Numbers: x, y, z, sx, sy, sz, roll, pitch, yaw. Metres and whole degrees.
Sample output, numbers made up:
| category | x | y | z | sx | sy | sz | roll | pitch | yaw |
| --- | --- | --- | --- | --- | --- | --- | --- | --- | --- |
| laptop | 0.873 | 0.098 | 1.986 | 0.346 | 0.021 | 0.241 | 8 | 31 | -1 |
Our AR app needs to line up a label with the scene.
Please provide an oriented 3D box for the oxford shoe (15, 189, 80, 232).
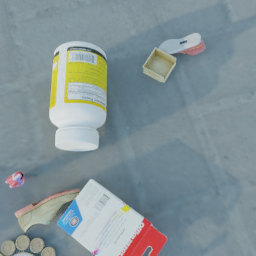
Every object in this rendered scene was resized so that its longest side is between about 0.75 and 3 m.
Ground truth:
| category | x | y | z | sx | sy | sz | roll | pitch | yaw |
| --- | --- | --- | --- | --- | --- | --- | --- | --- | --- |
| oxford shoe | -2.023 | 2.129 | 7.361 | 1.779 | 0.630 | 0.657 | -25 | 80 | 3 |

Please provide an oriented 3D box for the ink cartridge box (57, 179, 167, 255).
| category | x | y | z | sx | sy | sz | roll | pitch | yaw |
| --- | --- | --- | --- | --- | --- | --- | --- | --- | --- |
| ink cartridge box | -0.375 | 2.562 | 7.079 | 2.395 | 0.805 | 1.391 | 35 | 76 | 10 |

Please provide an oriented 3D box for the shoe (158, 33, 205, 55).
| category | x | y | z | sx | sy | sz | roll | pitch | yaw |
| --- | --- | --- | --- | --- | --- | --- | --- | --- | --- |
| shoe | 1.694 | -2.491 | 8.780 | 1.383 | 0.629 | 0.494 | -10 | 68 | 28 |

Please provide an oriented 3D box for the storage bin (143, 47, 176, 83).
| category | x | y | z | sx | sy | sz | roll | pitch | yaw |
| --- | --- | --- | --- | --- | --- | --- | --- | --- | --- |
| storage bin | 0.976 | -1.925 | 8.654 | 0.785 | 0.370 | 0.790 | 30 | 75 | 9 |

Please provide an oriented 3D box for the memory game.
| category | x | y | z | sx | sy | sz | roll | pitch | yaw |
| --- | --- | --- | --- | --- | --- | --- | --- | --- | --- |
| memory game | -2.669 | 3.703 | 7.103 | 1.883 | 0.120 | 1.883 | 0 | 74 | 0 |

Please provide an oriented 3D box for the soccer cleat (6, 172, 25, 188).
| category | x | y | z | sx | sy | sz | roll | pitch | yaw |
| --- | --- | --- | --- | --- | --- | --- | --- | --- | --- |
| soccer cleat | -2.828 | 1.301 | 7.299 | 0.410 | 1.071 | 0.357 | -38 | 91 | -7 |

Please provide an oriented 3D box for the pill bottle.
| category | x | y | z | sx | sy | sz | roll | pitch | yaw |
| --- | --- | --- | --- | --- | --- | --- | --- | --- | --- |
| pill bottle | -1.349 | -0.811 | 7.689 | 1.521 | 1.521 | 2.733 | 0 | 73 | 0 |
